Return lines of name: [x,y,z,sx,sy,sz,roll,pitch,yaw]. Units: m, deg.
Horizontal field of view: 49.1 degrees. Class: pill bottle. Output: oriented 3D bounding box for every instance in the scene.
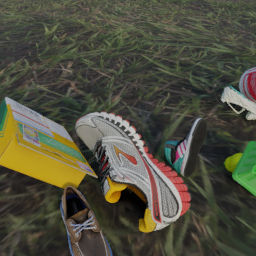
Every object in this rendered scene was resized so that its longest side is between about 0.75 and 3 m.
pill bottle: [4.343,-1.368,8.182,1.171,1.171,2.086,-8,2,-12]

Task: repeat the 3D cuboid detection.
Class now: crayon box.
crayon box: [-1.868,0.360,5.870,1.653,0.678,2.629,32,4,-34]

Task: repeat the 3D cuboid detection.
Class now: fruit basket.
fruit basket: [2.737,0.872,6.258,0.858,1.190,1.190,38,40,2]

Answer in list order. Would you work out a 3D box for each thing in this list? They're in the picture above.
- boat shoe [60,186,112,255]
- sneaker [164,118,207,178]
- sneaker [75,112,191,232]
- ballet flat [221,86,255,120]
boat shoe: [-0.818,1.716,4.856,0.620,0.621,1.717,-22,43,-23]
sneaker: [1.291,0.359,6.530,0.574,1.374,0.829,9,11,-41]
sneaker: [-0.140,0.737,5.455,1.171,1.109,2.850,-28,59,-36]
ballet flat: [3.615,-0.619,8.537,1.794,0.644,0.644,33,39,2]
